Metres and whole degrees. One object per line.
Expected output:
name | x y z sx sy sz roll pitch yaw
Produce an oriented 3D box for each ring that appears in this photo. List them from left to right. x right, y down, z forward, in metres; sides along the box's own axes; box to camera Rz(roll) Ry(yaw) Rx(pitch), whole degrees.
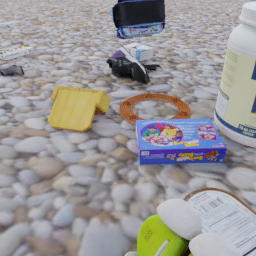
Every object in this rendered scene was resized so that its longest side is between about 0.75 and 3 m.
ring | 0.795 -0.602 8.259 2.114 0.203 2.114 -1 32 0

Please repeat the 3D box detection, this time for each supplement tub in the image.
supplement tub | 3.363 -1.263 6.653 2.175 3.000 2.175 0 32 0

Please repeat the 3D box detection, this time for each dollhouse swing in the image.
dollhouse swing | -1.383 -0.460 7.982 1.417 1.245 1.288 7 -9 12

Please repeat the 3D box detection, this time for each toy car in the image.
toy car | 0.786 1.807 3.646 1.168 1.363 1.557 24 10 -40

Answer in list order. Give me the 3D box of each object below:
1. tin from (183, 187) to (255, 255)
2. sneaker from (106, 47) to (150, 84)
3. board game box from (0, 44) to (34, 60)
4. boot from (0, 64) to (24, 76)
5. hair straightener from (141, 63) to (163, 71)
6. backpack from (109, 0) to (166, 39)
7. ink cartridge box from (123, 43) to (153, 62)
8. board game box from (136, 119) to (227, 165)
tin | 1.683 1.732 4.381 1.182 0.442 2.111 -21 38 -23
sneaker | -0.035 -2.076 10.289 0.976 0.844 2.229 -35 46 -3
board game box | -5.187 -3.464 12.737 0.941 0.258 1.491 23 39 30
boot | -4.400 -2.109 10.577 0.681 0.361 1.035 -30 32 -34
hair straightener | 0.719 -2.315 10.981 1.387 0.284 0.534 2 32 -5
backpack | 0.219 -3.513 8.978 1.619 1.193 1.774 -11 16 -15
ink cartridge box | 0.428 -3.365 12.379 0.816 0.475 1.129 -25 40 -34
board game box | 1.167 0.285 6.623 1.895 0.424 1.274 -1 32 -2
